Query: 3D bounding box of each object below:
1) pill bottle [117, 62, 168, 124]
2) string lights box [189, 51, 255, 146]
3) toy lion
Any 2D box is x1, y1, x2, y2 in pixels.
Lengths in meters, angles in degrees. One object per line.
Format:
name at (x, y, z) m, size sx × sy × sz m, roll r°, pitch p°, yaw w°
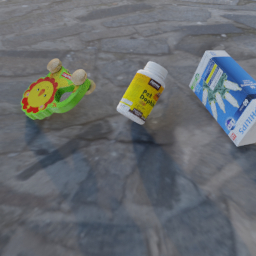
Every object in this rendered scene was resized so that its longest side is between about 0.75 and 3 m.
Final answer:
pill bottle at (0.431, -0.970, 7.684) m, size 0.876 × 0.876 × 1.603 m, roll 30°, pitch 90°, yaw 30°
string lights box at (2.746, -0.866, 7.499) m, size 0.727 × 1.267 × 2.466 m, roll -7°, pitch 48°, yaw -24°
toy lion at (-2.154, -0.988, 8.040) m, size 1.939 × 0.666 × 1.859 m, roll 28°, pitch 77°, yaw 36°
